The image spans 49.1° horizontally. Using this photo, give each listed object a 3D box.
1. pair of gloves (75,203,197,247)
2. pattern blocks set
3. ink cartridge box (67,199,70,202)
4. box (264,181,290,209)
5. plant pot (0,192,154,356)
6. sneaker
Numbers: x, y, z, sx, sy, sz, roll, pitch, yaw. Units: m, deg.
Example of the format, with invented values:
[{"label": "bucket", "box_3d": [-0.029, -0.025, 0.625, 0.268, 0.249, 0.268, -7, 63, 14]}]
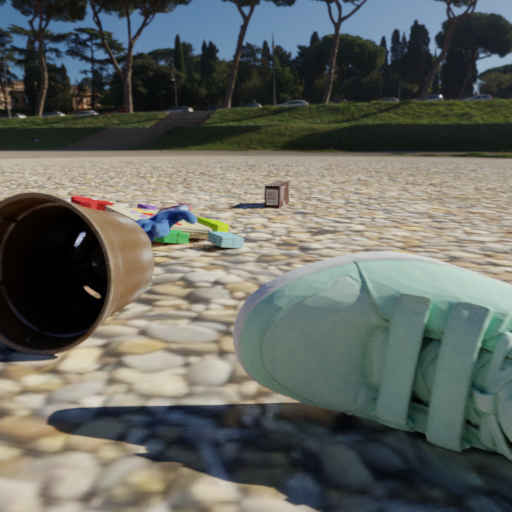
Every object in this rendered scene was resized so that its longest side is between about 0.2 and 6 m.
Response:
[{"label": "pair of gloves", "box_3d": [-2.302, -0.380, 9.514, 2.901, 0.330, 2.332, -11, 13, 12]}, {"label": "pattern blocks set", "box_3d": [-1.983, -0.654, 11.095, 3.136, 0.289, 3.567, 5, 11, -29]}, {"label": "ink cartridge box", "box_3d": [-4.925, -1.367, 15.146, 0.714, 0.300, 0.520, -7, 15, -30]}, {"label": "box", "box_3d": [0.613, -1.760, 16.124, 0.491, 0.657, 1.311, 4, 14, 13]}, {"label": "plant pot", "box_3d": [-1.940, 0.115, 6.054, 1.567, 1.567, 1.551, 2, 5, 11]}, {"label": "sneaker", "box_3d": [1.342, 0.743, 3.342, 3.301, 1.215, 1.947, 5, 10, 9]}]
